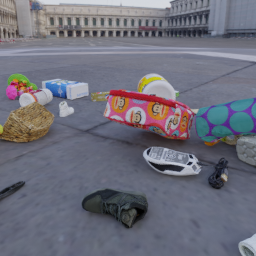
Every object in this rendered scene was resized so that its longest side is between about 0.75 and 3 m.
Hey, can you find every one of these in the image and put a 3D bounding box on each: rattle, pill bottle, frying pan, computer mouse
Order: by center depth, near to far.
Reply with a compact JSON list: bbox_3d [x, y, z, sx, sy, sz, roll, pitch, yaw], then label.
[{"bbox_3d":[-2.489,1.376,4.635,1.977,0.322,1.196,-19,28,-36],"label":"frying pan"},{"bbox_3d":[1.212,0.821,6.031,1.822,0.400,0.999,12,27,14],"label":"computer mouse"},{"bbox_3d":[2.671,0.254,7.218,0.775,0.706,1.084,-12,28,-38],"label":"rattle"},{"bbox_3d":[1.035,-1.416,10.947,1.245,1.245,2.278,-1,19,-3],"label":"pill bottle"},{"bbox_3d":[-3.584,-1.149,11.026,0.693,0.693,1.265,7,21,19],"label":"pill bottle"}]

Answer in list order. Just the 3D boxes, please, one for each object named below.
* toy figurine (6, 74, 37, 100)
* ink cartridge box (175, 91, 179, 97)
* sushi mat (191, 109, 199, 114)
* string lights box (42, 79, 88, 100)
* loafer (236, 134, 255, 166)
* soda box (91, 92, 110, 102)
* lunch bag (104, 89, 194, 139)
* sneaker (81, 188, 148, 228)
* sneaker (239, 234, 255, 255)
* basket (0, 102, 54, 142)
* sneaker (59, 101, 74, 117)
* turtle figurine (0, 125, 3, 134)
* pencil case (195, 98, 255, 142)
[{"bbox_3d":[-4.897,-1.664,12.609,1.366,1.026,1.257,20,30,-16],"label":"toy figurine"},{"bbox_3d":[1.933,-1.542,12.817,0.753,0.223,0.391,-13,24,-33],"label":"ink cartridge box"},{"bbox_3d":[3.059,-0.412,9.833,0.929,0.118,1.943,-8,21,-19],"label":"sushi mat"},{"bbox_3d":[-2.927,-1.820,13.022,2.022,0.596,1.039,14,24,33],"label":"string lights box"},{"bbox_3d":[3.431,0.628,5.794,0.877,0.879,2.514,-16,23,-22],"label":"loafer"},{"bbox_3d":[-1.078,-1.379,12.210,1.019,0.326,0.345,-6,22,-18],"label":"soda box"},{"bbox_3d":[0.496,-0.332,7.422,2.055,0.956,2.333,12,-1,31],"label":"lunch bag"},{"bbox_3d":[-0.216,1.297,4.577,1.123,0.429,0.644,5,13,-3],"label":"sneaker"},{"bbox_3d":[1.960,1.722,3.487,0.673,0.429,1.164,-11,13,-24],"label":"sneaker"},{"bbox_3d":[-2.882,-0.011,8.174,0.963,1.006,1.350,39,23,-1],"label":"basket"},{"bbox_3d":[-2.226,-0.751,10.212,0.319,0.500,0.865,3,18,13],"label":"sneaker"},{"bbox_3d":[-3.997,0.000,7.065,1.818,0.726,2.255,2,3,-8],"label":"turtle figurine"},{"bbox_3d":[2.680,-0.176,6.593,2.061,0.952,0.877,-9,16,44],"label":"pencil case"}]
